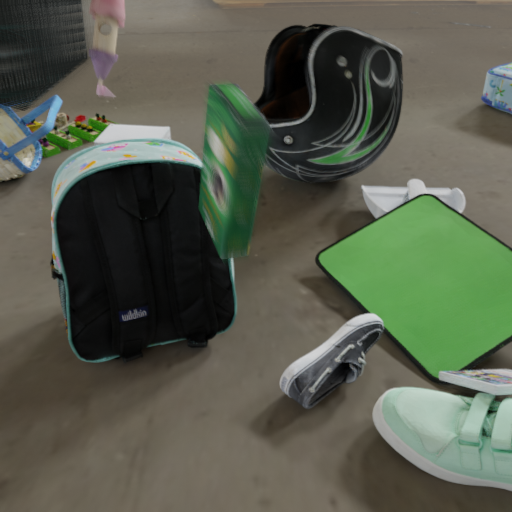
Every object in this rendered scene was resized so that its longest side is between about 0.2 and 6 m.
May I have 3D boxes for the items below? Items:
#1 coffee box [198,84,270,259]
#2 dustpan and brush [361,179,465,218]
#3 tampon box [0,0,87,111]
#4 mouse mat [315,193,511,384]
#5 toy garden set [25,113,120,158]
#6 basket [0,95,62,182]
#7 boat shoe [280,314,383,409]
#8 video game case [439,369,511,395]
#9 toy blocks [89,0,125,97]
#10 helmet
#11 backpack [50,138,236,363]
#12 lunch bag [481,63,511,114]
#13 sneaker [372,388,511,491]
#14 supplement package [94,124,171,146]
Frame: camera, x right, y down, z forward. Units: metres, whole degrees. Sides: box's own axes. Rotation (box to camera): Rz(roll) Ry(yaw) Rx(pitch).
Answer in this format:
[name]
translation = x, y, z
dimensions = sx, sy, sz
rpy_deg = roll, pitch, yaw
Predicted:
[coffee box]
translation = -0.249, -0.778, 5.268
dimensions = 0.312, 1.419, 0.873
rpy_deg = -7, 41, -21
[dustpan and brush]
translation = 2.614, -0.584, 8.799
dimensions = 1.667, 0.684, 2.389
rpy_deg = 2, 46, 0
[tampon box]
translation = -1.640, -1.454, 3.125
dimensions = 1.101, 0.825, 0.695
rpy_deg = 17, 45, 7
[mouse mat]
translation = 2.366, 0.254, 7.521
dimensions = 2.206, 0.103, 2.742
rpy_deg = -29, 45, -12
[toy garden set]
translation = -4.266, -2.873, 12.409
dimensions = 1.630, 0.390, 1.955
rpy_deg = 26, 42, 33
[basket]
translation = -4.497, -2.268, 10.545
dimensions = 1.829, 1.272, 1.613
rpy_deg = -31, 33, 14
[boat shoe]
translation = 0.995, 1.201, 6.368
dimensions = 1.526, 0.547, 0.517
rpy_deg = -27, 42, -30
[video game case]
translation = 2.606, 1.332, 5.955
dimensions = 0.894, 0.113, 0.981
rpy_deg = 1, -3, -14
[toy blocks]
translation = -3.297, -3.897, 8.791
dimensions = 2.515, 2.265, 2.691
rpy_deg = 8, 15, -19
[helmet]
translation = 1.180, -2.635, 10.099
dimensions = 2.794, 2.663, 2.794
rpy_deg = 16, 16, -5
[backpack]
translation = -1.367, -0.211, 6.744
dimensions = 2.126, 2.418, 1.854
rpy_deg = -9, 35, -11
[lunch bag]
translation = 6.881, -3.928, 13.423
dimensions = 1.907, 0.978, 2.372
rpy_deg = -24, 41, -28
[sneaker]
translation = 2.433, 1.437, 5.116
dimensions = 2.643, 1.559, 0.973
rpy_deg = 15, 39, 22
[supplement package]
translation = -2.384, -2.080, 10.997
dimensions = 1.235, 0.685, 0.962
rpy_deg = 4, 34, 7
